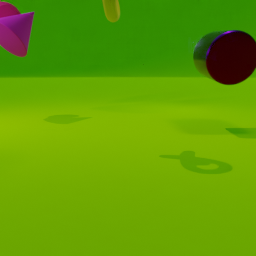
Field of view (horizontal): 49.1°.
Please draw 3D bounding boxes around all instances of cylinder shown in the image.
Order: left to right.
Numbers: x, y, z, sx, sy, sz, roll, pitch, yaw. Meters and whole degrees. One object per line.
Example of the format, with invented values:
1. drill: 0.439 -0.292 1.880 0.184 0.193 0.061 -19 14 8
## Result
1. cylinder: 2.506 -1.866 7.338 1.303 1.303 1.303 0 18 -2

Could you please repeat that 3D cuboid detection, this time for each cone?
1. cone: -3.582 -3.434 9.377 1.468 1.468 1.473 9 58 39

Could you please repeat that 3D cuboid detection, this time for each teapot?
1. teapot: -4.361 -3.783 9.982 1.127 1.813 0.888 -34 23 -36

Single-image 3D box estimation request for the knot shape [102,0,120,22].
1. knot shape: -0.439 -2.457 4.748 1.439 1.347 0.665 31 72 36
